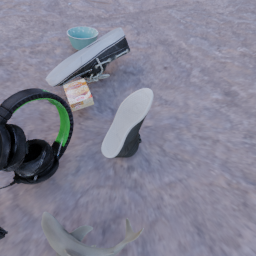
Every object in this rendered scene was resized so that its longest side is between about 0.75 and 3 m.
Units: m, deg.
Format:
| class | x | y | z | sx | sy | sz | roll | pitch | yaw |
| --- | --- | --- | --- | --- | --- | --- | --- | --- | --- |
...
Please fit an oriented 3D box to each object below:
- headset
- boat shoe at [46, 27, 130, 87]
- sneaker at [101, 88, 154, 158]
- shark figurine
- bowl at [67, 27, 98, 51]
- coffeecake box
| class | x | y | z | sx | sy | sz | roll | pitch | yaw |
| --- | --- | --- | --- | --- | --- | --- | --- | --- | --- |
| headset | -1.965 | 0.600 | 5.274 | 1.298 | 1.705 | 2.762 | 26 | 79 | 35 |
| boat shoe | -1.028 | -1.846 | 8.119 | 1.054 | 0.975 | 2.856 | 1 | 38 | 48 |
| sneaker | 0.100 | -0.057 | 6.238 | 0.604 | 0.847 | 1.708 | 32 | 91 | 27 |
| shark figurine | -0.632 | 1.946 | 4.505 | 1.683 | 0.702 | 1.006 | 6 | 76 | -2 |
| bowl | -1.534 | -3.011 | 9.577 | 1.054 | 0.551 | 1.054 | 2 | 41 | -2 |
| coffeecake box | -1.287 | -0.865 | 7.274 | 0.592 | 0.282 | 0.772 | -20 | 53 | -10 |
